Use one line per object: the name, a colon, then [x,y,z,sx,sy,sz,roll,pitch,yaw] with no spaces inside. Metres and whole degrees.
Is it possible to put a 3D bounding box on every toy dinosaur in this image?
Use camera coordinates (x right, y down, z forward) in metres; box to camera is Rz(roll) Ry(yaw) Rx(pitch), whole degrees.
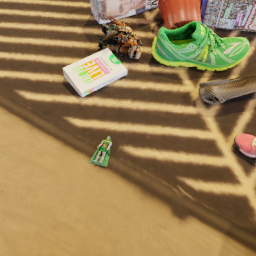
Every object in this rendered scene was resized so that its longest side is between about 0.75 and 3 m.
toy dinosaur: [-0.259,-2.752,8.561,1.239,0.933,1.826,-11,38,-24]

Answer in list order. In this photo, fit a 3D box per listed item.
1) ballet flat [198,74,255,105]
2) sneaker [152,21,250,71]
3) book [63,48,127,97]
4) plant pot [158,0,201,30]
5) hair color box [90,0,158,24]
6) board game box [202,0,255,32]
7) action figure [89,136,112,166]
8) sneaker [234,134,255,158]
ballet flat: [3.239,-1.076,7.479,2.821,0.951,0.654,-9,100,-9]
sneaker: [2.110,-2.342,7.933,2.807,1.173,1.040,0,57,-1]
book: [-0.925,-1.585,7.990,1.517,0.365,1.014,-32,66,-20]
plant pot: [1.655,-3.437,8.627,1.367,1.367,1.329,-2,66,-1]
hair color box: [0.109,-4.501,9.186,2.700,1.350,0.817,-22,60,-12]
board game box: [3.674,-4.220,9.152,2.278,1.103,1.816,7,58,5]
action figure: [-0.589,0.522,6.715,0.459,0.212,0.777,13,55,12]
sneaker: [3.246,0.450,6.485,1.496,0.649,0.551,27,62,17]
